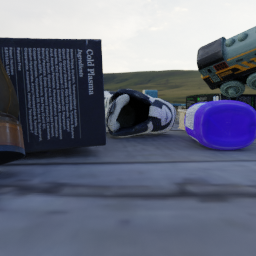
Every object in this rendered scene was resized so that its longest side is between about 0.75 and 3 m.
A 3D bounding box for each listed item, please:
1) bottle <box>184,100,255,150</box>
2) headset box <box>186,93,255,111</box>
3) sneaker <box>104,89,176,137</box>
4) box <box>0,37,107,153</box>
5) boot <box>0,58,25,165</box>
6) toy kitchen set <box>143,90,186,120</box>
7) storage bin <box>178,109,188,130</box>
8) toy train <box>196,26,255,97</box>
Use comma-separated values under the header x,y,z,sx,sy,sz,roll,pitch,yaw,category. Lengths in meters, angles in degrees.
x,y,z,sx,sy,sz,roll,pitch,yaw,category
1.439,-0.104,4.828,0.896,0.700,2.145,2,4,5,bottle
3.375,-0.583,9.246,2.250,1.044,1.959,-1,4,-18,headset box
-0.373,-0.376,6.091,2.621,1.046,1.706,12,-1,20,sneaker
-1.764,-0.423,4.208,2.359,1.348,2.590,-5,6,-18,box
-2.188,-0.296,1.981,2.675,1.297,0.999,0,-17,-33,boot
2.137,-1.093,13.276,2.532,1.491,2.028,-1,4,-11,toy kitchen set
1.932,-0.172,6.816,1.046,0.490,1.038,-2,10,-24,storage bin
3.143,-1.783,7.114,2.841,1.211,1.619,-16,-41,42,toy train
